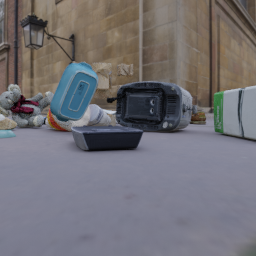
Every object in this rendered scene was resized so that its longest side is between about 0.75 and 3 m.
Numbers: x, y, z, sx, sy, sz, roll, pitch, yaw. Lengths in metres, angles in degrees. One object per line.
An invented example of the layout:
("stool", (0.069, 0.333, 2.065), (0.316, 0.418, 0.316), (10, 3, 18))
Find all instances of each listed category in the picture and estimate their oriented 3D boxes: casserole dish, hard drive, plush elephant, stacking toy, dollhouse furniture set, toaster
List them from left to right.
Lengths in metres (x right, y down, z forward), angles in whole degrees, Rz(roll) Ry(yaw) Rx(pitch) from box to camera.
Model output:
("plush elephant", (-4.207, -0.909, 10.882), (2.122, 1.748, 1.643), (-17, -47, 36))
("stacking toy", (-2.273, -0.338, 9.483), (1.375, 1.375, 1.882), (-3, -15, -40))
("casserole dish", (-1.456, -0.945, 7.898), (1.103, 1.820, 0.353), (17, 12, -44))
("dollhouse furniture set", (-1.177, -1.458, 12.393), (2.501, 2.723, 1.772), (-1, 3, -12))
("hard drive", (-0.462, 0.149, 5.229), (1.140, 0.358, 1.690), (-1, 4, -16))
("toaster", (0.843, -0.667, 9.337), (2.731, 1.552, 1.764), (3, 1, 31))

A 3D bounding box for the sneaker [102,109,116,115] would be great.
("sneaker", (-1.199, -0.609, 15.647), (2.296, 0.807, 0.920), (6, -6, -12))

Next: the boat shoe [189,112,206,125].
("boat shoe", (3.366, -0.539, 14.364), (0.690, 0.652, 1.917), (-2, 4, -24))

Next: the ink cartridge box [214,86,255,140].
("ink cartridge box", (3.579, -0.363, 6.660), (2.112, 1.197, 2.881), (0, 3, -3))

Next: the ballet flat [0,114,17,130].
("ballet flat", (-4.595, -0.248, 8.916), (1.983, 0.647, 0.699), (-4, 27, -28))

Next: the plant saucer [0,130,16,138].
("plant saucer", (-3.281, 0.147, 7.022), (0.890, 0.160, 0.890), (0, 4, 0))

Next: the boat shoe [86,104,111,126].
("boat shoe", (-1.736, -0.338, 10.438), (2.716, 0.963, 0.948), (-2, -25, 40))

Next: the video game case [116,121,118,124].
("video game case", (0.587, -0.339, 14.457), (1.965, 0.248, 2.157), (-2, 4, -33))

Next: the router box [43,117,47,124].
("router box", (-4.270, -0.376, 14.207), (1.005, 0.344, 1.347), (0, 3, 3))
